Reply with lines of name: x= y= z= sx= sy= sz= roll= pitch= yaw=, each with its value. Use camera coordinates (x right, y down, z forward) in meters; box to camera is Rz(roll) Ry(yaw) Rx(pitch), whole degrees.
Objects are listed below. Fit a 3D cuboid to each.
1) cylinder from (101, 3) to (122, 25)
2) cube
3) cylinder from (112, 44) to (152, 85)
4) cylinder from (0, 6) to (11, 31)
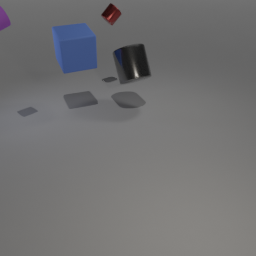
cylinder: x=-0.772 y=-5.250 z=12.957 sx=0.700 sy=0.700 sz=0.700 roll=40 pitch=7 yaw=-6
cube: x=-2.126 y=-3.213 z=11.220 sx=1.400 sy=1.400 sz=1.400 roll=-14 pitch=43 yaw=-19
cylinder: x=0.174 y=-2.704 z=11.957 sx=1.400 sy=1.400 sz=1.400 roll=-14 pitch=5 yaw=1
cylinder: x=-4.175 y=-3.372 z=8.731 sx=0.700 sy=0.700 sz=0.700 roll=-41 pitch=45 yaw=-22
